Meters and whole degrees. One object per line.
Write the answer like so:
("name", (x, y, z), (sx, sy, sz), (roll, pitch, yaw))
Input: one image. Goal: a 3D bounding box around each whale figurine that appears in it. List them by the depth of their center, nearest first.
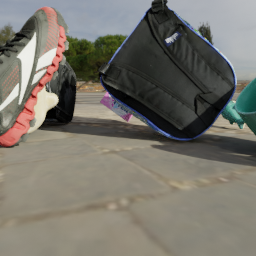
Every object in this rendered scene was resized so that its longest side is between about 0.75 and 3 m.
("whale figurine", (-2.511, -0.958, 6.470), (1.817, 2.284, 1.185), (19, 2, -30))
("whale figurine", (2.809, -0.341, 7.500), (0.449, 0.688, 0.865), (-8, 46, -11))

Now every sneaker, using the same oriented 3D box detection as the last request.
("sneaker", (-2.077, -1.119, 5.109), (1.005, 2.844, 1.389), (16, -10, 38))

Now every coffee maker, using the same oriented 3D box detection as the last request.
("coffee maker", (-3.109, -1.144, 8.466), (2.961, 1.995, 2.844), (2, 10, 7))

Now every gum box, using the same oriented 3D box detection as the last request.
("gum box", (-0.284, -0.769, 8.768), (1.128, 0.640, 0.373), (36, 1, 24))

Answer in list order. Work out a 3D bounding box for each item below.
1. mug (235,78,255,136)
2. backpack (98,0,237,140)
("mug", (2.788, -0.249, 4.628), (1.633, 1.229, 1.987), (-31, 16, 50))
("backpack", (0.958, -1.053, 6.243), (2.480, 2.270, 1.823), (39, 5, 4))
